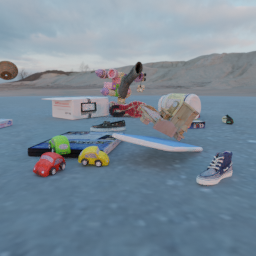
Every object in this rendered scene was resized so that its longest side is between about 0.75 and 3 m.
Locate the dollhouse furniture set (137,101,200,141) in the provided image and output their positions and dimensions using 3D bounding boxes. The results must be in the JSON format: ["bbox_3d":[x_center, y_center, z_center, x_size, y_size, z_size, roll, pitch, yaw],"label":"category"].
[{"bbox_3d":[0.880,-0.519,7.116,1.718,0.839,1.465,25,17,-37],"label":"dollhouse furniture set"}]

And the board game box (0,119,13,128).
[{"bbox_3d":[-5.378,-0.162,10.794,1.280,0.263,1.277,1,8,8],"label":"board game box"}]

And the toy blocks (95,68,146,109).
[{"bbox_3d":[-0.819,-2.338,17.253,2.944,2.751,2.478,7,4,31],"label":"toy blocks"}]

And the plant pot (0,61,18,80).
[{"bbox_3d":[-4.560,-2.081,10.520,0.823,0.823,0.380,-3,46,-19],"label":"plant pot"}]

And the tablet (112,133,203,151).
[{"bbox_3d":[0.733,0.342,6.166,1.363,0.143,2.094,12,3,30],"label":"tablet"}]

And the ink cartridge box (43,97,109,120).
[{"bbox_3d":[-2.616,-1.038,14.151,1.733,1.013,2.987,7,11,41],"label":"ink cartridge box"}]

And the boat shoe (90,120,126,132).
[{"bbox_3d":[-0.699,-0.082,9.899,1.295,0.367,0.445,-3,9,-19],"label":"boat shoe"}]

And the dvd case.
[{"bbox_3d":[-1.175,0.381,7.293,1.776,0.218,2.489,0,9,10],"label":"dvd case"}]

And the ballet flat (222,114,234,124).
[{"bbox_3d":[4.241,-0.373,12.006,0.368,0.366,1.077,-8,7,10],"label":"ballet flat"}]

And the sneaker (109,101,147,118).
[{"bbox_3d":[0.101,-0.984,14.467,2.095,0.844,0.782,2,6,15],"label":"sneaker"}]

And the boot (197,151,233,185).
[{"bbox_3d":[1.463,0.649,4.718,0.344,0.427,0.945,8,11,42],"label":"boot"}]

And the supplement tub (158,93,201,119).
[{"bbox_3d":[2.369,-0.982,13.006,1.230,1.230,1.697,-8,11,-43],"label":"supplement tub"}]

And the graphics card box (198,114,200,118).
[{"bbox_3d":[3.400,-0.684,14.541,0.535,0.217,0.852,0,7,5],"label":"graphics card box"}]

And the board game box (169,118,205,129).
[{"bbox_3d":[2.262,-0.208,11.138,1.019,0.260,1.505,-2,9,-10],"label":"board game box"}]

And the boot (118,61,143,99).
[{"bbox_3d":[0.113,-1.927,11.441,0.484,1.213,1.334,17,-22,-29],"label":"boot"}]

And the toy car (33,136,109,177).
[{"bbox_3d":[-1.269,0.441,5.648,1.501,0.335,1.412,-5,21,-32],"label":"toy car"}]
